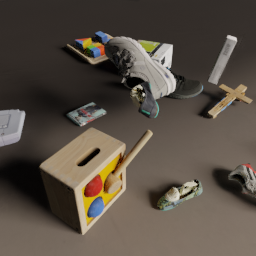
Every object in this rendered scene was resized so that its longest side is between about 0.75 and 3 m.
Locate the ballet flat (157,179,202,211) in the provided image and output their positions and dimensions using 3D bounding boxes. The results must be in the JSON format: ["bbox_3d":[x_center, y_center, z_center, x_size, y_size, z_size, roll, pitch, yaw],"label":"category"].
[{"bbox_3d":[1.471,1.839,7.969,1.479,0.549,0.549,-20,43,-23],"label":"ballet flat"}]

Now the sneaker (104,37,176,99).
[{"bbox_3d":[0.114,-1.960,9.095,1.222,1.113,2.979,-36,60,-25],"label":"sneaker"}]

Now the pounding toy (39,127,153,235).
[{"bbox_3d":[-0.733,1.193,7.409,1.699,2.200,2.390,25,45,28],"label":"pounding toy"}]

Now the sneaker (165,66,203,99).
[{"bbox_3d":[1.866,-2.023,12.243,2.839,1.163,1.039,5,39,5],"label":"sneaker"}]

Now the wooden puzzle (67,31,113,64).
[{"bbox_3d":[-1.630,-4.768,16.023,2.982,0.690,2.762,-25,45,-28],"label":"wooden puzzle"}]

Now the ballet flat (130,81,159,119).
[{"bbox_3d":[0.367,-0.823,7.280,0.619,0.619,1.694,-4,33,-4],"label":"ballet flat"}]

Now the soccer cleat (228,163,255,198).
[{"bbox_3d":[3.747,1.769,8.005,0.828,0.667,1.943,-25,41,-15],"label":"soccer cleat"}]

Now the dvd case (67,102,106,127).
[{"bbox_3d":[-1.651,-0.566,11.247,1.293,0.142,0.944,-30,48,-31],"label":"dvd case"}]

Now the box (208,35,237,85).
[{"bbox_3d":[3.115,-2.298,9.237,0.353,1.402,1.943,25,26,12],"label":"box"}]

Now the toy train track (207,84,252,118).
[{"bbox_3d":[4.143,-1.058,11.714,2.523,0.410,1.447,-35,57,-28],"label":"toy train track"}]

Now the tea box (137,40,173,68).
[{"bbox_3d":[0.981,-3.307,13.739,1.864,1.266,1.895,17,42,20],"label":"tea box"}]

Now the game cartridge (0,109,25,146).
[{"bbox_3d":[-5.214,0.060,10.218,2.629,0.532,1.753,-6,36,-7],"label":"game cartridge"}]
